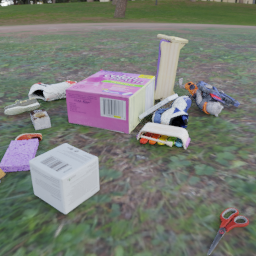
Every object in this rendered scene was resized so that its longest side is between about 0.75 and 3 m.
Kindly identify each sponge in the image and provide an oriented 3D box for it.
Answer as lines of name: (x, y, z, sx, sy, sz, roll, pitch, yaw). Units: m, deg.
sponge: (-3.311, 0.813, 8.621, 0.861, 0.230, 1.544, -3, 26, -7)

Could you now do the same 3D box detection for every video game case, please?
video game case: (1.204, -0.857, 10.889, 1.355, 0.171, 1.487, -32, -2, 25)

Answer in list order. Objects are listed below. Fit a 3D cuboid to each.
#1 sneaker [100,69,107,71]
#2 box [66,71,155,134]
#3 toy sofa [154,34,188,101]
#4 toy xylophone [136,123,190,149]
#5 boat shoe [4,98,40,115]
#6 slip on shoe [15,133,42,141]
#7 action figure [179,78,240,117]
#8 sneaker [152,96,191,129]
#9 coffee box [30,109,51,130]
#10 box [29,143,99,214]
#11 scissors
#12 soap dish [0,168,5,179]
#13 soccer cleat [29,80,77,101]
sneaker: (-1.260, -3.302, 16.911, 0.976, 0.365, 0.394, 8, 27, 14)
box: (-0.574, -1.199, 11.371, 2.596, 1.427, 2.952, 11, 27, 21)
toy sofa: (1.655, -2.762, 12.942, 1.411, 2.892, 1.198, -7, 27, -25)
toy xylophone: (1.120, 0.298, 9.414, 1.829, 0.459, 1.339, 14, 29, 27)
boat shoe: (-4.468, -0.932, 11.709, 1.509, 0.539, 0.451, -20, 76, -42)
slip on shoe: (-3.348, 0.367, 9.476, 0.874, 0.324, 0.267, -7, 31, -24)
action figure: (3.518, -1.240, 12.281, 2.537, 1.327, 2.454, 22, 25, -23)
sneaker: (1.976, -0.466, 10.764, 1.138, 0.796, 1.971, 27, 44, 37)
coffee box: (-3.385, -0.344, 10.792, 0.576, 0.407, 1.019, -12, 29, -24)
box: (-1.531, 1.192, 6.904, 1.214, 1.045, 1.220, 18, 30, 33)
scissors: (1.996, 2.175, 6.015, 1.554, 0.108, 0.568, -20, 35, -33)
soap dish: (-4.462, 1.208, 7.158, 1.976, 0.803, 1.555, 12, 28, 24)
soccer cleat: (-3.408, -1.671, 13.137, 2.546, 0.874, 1.085, 2, 37, 9)
